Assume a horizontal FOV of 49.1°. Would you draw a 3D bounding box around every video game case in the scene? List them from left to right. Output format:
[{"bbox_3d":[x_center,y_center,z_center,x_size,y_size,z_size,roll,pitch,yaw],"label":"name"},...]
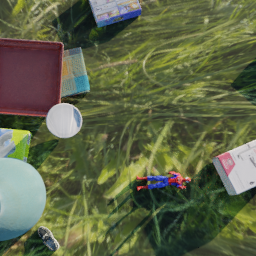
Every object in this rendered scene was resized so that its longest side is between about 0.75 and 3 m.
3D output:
[{"bbox_3d":[-0.672,-5.703,12.635,2.075,0.472,1.881,-18,76,-5],"label":"video game case"}]

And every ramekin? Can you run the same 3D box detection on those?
[{"bbox_3d":[-2.476,-0.297,10.785,1.335,0.622,1.335,-2,97,-19],"label":"ramekin"}]

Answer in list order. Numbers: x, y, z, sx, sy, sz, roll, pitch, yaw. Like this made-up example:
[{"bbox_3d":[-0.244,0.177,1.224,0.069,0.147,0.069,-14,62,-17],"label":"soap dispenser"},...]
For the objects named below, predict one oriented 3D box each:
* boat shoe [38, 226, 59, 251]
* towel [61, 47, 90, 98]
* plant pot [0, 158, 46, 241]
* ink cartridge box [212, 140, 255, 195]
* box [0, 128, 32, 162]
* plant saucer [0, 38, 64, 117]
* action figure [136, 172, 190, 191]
[{"bbox_3d":[-2.923,4.024,10.203,1.061,0.320,0.401,40,79,9],"label":"boat shoe"},{"bbox_3d":[-2.548,-2.326,11.910,1.567,0.232,2.137,-12,75,-3],"label":"towel"},{"bbox_3d":[-4.544,2.498,9.495,2.964,1.996,2.964,0,85,0],"label":"plant pot"},{"bbox_3d":[4.524,1.418,10.591,2.091,0.865,1.532,-23,77,-6],"label":"ink cartridge box"},{"bbox_3d":[-4.973,0.665,10.988,2.102,0.501,1.282,5,75,1],"label":"box"},{"bbox_3d":[-4.075,-1.976,11.205,2.964,0.544,2.959,4,92,0],"label":"plant saucer"},{"bbox_3d":[1.367,1.982,10.422,2.043,1.011,0.667,-3,76,-4],"label":"action figure"}]
